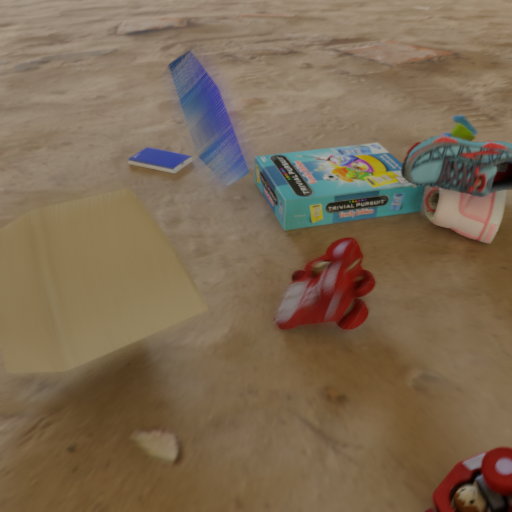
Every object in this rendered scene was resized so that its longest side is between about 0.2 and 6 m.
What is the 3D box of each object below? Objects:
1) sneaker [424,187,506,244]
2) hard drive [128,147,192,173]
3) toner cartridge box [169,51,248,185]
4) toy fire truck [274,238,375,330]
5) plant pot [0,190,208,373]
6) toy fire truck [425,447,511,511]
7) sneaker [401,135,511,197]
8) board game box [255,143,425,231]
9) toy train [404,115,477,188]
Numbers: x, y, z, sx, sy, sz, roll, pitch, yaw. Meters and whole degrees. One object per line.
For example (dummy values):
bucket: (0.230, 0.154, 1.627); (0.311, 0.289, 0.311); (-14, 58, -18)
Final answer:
sneaker: (3.926, -1.244, 10.499); (1.322, 0.952, 2.530); (17, 40, 16)
hard drive: (-2.171, -2.174, 12.687); (1.195, 0.152, 0.788); (14, 36, 21)
toner cartridge box: (-0.923, -2.643, 10.710); (0.531, 1.169, 2.461); (-28, 58, 14)
toy fire truck: (0.958, 0.415, 7.999); (1.207, 0.806, 1.437); (-10, 36, 31)
plant pot: (-2.041, 0.241, 6.659); (1.879, 1.666, 1.881); (-21, 4, -42)
toy fire truck: (2.148, 2.465, 5.127); (1.097, 0.733, 1.307); (-23, 34, -1)
sneaker: (3.573, -1.469, 9.368); (2.188, 0.868, 1.045); (-3, 33, -1)
board game box: (1.567, -1.453, 11.121); (2.769, 0.650, 2.090); (-8, 34, -13)
toy train: (3.537, -1.930, 10.495); (0.947, 1.295, 2.238); (43, 26, 0)
